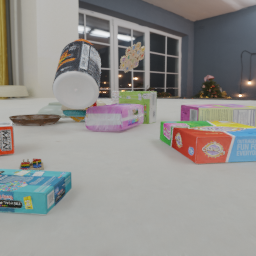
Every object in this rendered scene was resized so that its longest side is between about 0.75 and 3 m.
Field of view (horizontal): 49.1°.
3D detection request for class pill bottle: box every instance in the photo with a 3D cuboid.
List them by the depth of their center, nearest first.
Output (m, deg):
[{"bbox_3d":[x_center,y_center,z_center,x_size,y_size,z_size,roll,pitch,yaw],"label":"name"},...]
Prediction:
[{"bbox_3d":[-1.678,-2.032,9.694,1.480,1.480,2.787,-1,42,-4],"label":"pill bottle"}]

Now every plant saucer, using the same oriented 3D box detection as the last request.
[{"bbox_3d":[-3.926,-0.351,11.954,2.123,0.340,2.123,-1,8,0],"label":"plant saucer"},{"bbox_3d":[-3.583,-1.061,15.619,2.995,0.752,2.995,0,8,0],"label":"plant saucer"}]

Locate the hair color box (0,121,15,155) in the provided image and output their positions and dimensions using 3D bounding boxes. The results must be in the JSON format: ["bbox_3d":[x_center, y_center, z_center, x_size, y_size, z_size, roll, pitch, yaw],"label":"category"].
[{"bbox_3d":[-3.715,0.263,6.225,2.191,0.671,1.112,-4,8,-22],"label":"hair color box"}]

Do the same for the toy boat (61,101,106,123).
[{"bbox_3d":[-1.799,-0.681,12.197,2.126,1.175,2.529,2,-1,-17],"label":"toy boat"}]

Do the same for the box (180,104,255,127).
[{"bbox_3d":[2.909,-0.282,9.201,1.938,0.937,1.705,0,8,-7],"label":"box"}]

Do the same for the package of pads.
[{"bbox_3d":[-0.425,-0.433,10.421,1.433,0.900,2.378,3,9,20],"label":"package of pads"}]

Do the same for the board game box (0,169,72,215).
[{"bbox_3d":[-1.453,0.809,3.722,1.165,0.273,0.880,1,8,8],"label":"board game box"}]

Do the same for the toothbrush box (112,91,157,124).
[{"bbox_3d":[0.262,-0.948,12.433,1.898,1.382,0.817,4,9,27],"label":"toothbrush box"}]

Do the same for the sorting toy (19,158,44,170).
[{"bbox_3d":[-1.797,0.669,5.229,0.421,0.148,0.873,-2,8,-18],"label":"sorting toy"}]

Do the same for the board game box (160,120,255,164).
[{"bbox_3d":[2.119,0.241,6.856,2.066,0.544,2.700,-1,8,-9],"label":"board game box"}]

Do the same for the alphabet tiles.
[{"bbox_3d":[0.161,-2.374,9.513,1.078,1.054,0.079,-33,63,-26],"label":"alphabet tiles"}]
